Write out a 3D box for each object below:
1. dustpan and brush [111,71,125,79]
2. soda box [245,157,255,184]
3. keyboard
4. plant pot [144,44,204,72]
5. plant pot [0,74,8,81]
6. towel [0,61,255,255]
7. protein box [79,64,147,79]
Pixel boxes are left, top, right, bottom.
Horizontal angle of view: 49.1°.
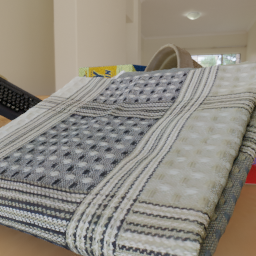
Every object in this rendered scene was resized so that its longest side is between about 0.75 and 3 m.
[{"bbox_3d":[-0.563,-0.960,7.923,2.404,0.688,1.678,-50,31,-17],"label":"dustpan and brush"},{"bbox_3d":[1.448,0.220,3.155,2.046,0.716,0.649,1,8,7],"label":"soda box"},{"bbox_3d":[-3.446,-0.754,6.667,2.682,0.276,1.705,28,45,-13],"label":"keyboard"},{"bbox_3d":[1.339,-0.704,6.459,1.728,1.992,1.992,14,3,-19],"label":"plant pot"},{"bbox_3d":[-5.292,-1.247,8.546,2.800,2.622,2.622,12,1,-30],"label":"plant pot"},{"bbox_3d":[-0.106,-0.091,2.700,2.583,0.463,2.682,1,29,35],"label":"towel"},{"bbox_3d":[-0.080,-1.550,11.572,2.775,1.872,2.754,6,10,39],"label":"protein box"}]
